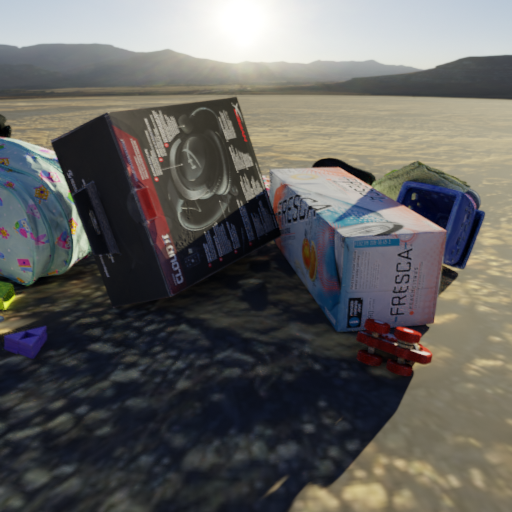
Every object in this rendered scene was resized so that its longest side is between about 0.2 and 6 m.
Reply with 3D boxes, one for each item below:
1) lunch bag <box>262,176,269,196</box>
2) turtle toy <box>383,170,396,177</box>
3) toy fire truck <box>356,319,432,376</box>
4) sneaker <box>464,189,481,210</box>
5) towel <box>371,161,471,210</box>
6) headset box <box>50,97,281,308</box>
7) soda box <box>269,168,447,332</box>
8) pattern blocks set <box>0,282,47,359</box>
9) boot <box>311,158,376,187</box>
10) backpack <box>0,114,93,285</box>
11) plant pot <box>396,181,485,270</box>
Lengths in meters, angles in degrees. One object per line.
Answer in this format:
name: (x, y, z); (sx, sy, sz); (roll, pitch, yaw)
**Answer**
lunch bag: (0.517, -1.233, 12.718); (1.901, 0.884, 2.158); (4, 21, -2)
turtle toy: (3.962, -1.747, 13.995); (1.689, 0.854, 1.231); (-3, 20, -8)
toy fire truck: (1.724, 1.100, 6.906); (0.930, 0.522, 0.781); (15, 7, 33)
sneaker: (3.833, -1.344, 12.891); (2.470, 0.866, 1.013); (8, 19, 25)
towel: (2.999, -1.271, 10.451); (1.212, 0.298, 1.633); (20, -15, -20)
headset box: (-1.327, -0.946, 8.900); (1.370, 2.640, 3.547); (-13, 11, 36)
soda box: (1.386, -0.394, 9.506); (1.543, 1.434, 4.512); (-4, 20, -11)
pattern blocks set: (-4.690, 0.999, 7.338); (3.945, 0.320, 3.467); (5, 21, 15)
boot: (1.922, -2.060, 14.905); (2.076, 0.793, 1.744); (24, 26, 36)
backpack: (-4.012, -0.746, 9.536); (3.095, 2.583, 1.959); (18, 38, 24)
plant pot: (3.180, -0.491, 9.851); (1.133, 1.260, 1.260); (18, 3, -39)
